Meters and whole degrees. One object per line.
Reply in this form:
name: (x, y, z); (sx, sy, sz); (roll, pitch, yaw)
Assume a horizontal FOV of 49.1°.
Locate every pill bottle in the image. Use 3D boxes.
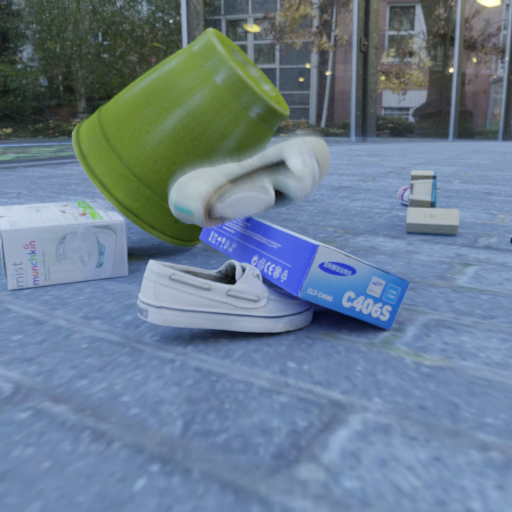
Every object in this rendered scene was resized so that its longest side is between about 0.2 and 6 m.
pill bottle: (4.342, -1.587, 15.400); (0.526, 0.526, 0.944); (-4, 16, -14)

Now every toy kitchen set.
toy kitchen set: (4.090, -0.938, 13.016); (1.090, 1.483, 1.851); (4, 52, 17)

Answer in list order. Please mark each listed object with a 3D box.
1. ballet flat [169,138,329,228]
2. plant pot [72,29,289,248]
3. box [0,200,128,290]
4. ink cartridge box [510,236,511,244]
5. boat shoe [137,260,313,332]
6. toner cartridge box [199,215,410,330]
ballet flat: (0.162, -0.941, 7.787); (2.840, 0.958, 0.885); (-24, 33, -30)
plant pot: (-1.135, -2.355, 10.493); (3.093, 3.213, 3.213); (-41, 3, 19)
box: (-3.394, -0.303, 9.669); (1.899, 1.040, 2.152); (-8, 18, -25)
ink cartridge box: (5.742, -0.292, 11.301); (1.027, 0.191, 0.486); (-4, 15, -5)
boat shoe: (-0.278, 0.436, 6.930); (2.367, 0.778, 0.852); (6, 11, -24)
toner cartridge box: (0.500, 0.023, 8.049); (1.551, 0.705, 3.265); (20, 4, -30)
